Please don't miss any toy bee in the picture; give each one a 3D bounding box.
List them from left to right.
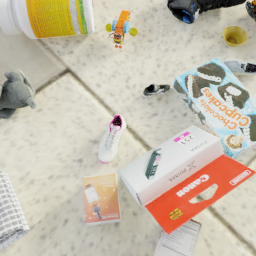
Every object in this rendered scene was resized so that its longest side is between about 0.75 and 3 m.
[{"bbox_3d":[-0.333,-3.243,9.576,1.087,0.902,1.660,31,58,19],"label":"toy bee"}]

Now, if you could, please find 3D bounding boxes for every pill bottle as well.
[{"bbox_3d":[-2.708,-3.913,9.465,2.980,1.655,1.655,-6,65,-2],"label":"pill bottle"}]

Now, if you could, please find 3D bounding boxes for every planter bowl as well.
[{"bbox_3d":[3.702,-3.131,9.825,0.875,0.364,0.875,0,65,1],"label":"planter bowl"}]

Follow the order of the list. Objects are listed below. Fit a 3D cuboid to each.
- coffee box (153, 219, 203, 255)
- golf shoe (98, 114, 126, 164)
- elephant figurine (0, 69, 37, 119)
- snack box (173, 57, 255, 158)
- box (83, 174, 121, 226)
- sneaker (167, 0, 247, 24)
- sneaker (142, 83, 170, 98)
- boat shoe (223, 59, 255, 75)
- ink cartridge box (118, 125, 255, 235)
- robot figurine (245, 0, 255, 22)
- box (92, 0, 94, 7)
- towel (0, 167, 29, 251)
[{"bbox_3d":[0.971,3.069,6.453,0.790,1.133,1.981,21,65,11],"label":"coffee box"},{"bbox_3d":[-0.492,0.269,8.035,0.568,0.690,1.508,16,67,7],"label":"golf shoe"},{"bbox_3d":[-3.794,-0.899,8.470,1.786,1.385,1.263,-28,111,-2],"label":"elephant figurine"},{"bbox_3d":[2.896,-0.678,8.551,1.716,0.548,2.955,-27,67,-12],"label":"snack box"},{"bbox_3d":[-0.673,1.871,7.296,0.893,0.624,1.173,-7,65,-3],"label":"box"},{"bbox_3d":[2.830,-4.415,10.163,2.831,1.034,1.584,11,68,14],"label":"sneaker"},{"bbox_3d":[0.914,-1.239,8.885,0.953,0.431,0.317,-16,66,-8],"label":"sneaker"},{"bbox_3d":[3.760,-2.007,9.150,1.348,0.480,0.470,9,96,3],"label":"boat shoe"},{"bbox_3d":[1.338,1.088,6.999,2.631,0.573,2.284,-30,27,-13],"label":"ink cartridge box"},{"bbox_3d":[5.223,-3.944,10.057,1.615,0.648,2.227,-25,68,-11],"label":"robot figurine"},{"bbox_3d":[-2.087,-6.052,10.651,1.430,1.369,2.868,-4,65,-2],"label":"box"},{"bbox_3d":[-3.881,2.286,6.899,2.299,0.984,1.903,-29,67,-13],"label":"towel"}]
